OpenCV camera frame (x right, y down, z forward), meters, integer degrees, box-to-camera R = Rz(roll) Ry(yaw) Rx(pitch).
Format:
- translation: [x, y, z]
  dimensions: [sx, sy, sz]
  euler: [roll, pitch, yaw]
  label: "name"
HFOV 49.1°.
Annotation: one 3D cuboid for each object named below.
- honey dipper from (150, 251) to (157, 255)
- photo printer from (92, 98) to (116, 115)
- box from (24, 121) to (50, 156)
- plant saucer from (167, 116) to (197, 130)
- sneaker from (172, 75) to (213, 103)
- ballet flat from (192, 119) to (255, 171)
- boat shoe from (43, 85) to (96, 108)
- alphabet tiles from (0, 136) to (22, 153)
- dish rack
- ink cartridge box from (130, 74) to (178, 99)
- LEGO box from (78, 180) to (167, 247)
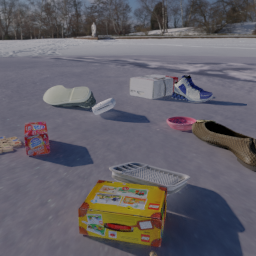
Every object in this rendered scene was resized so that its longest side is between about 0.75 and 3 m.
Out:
- translation: [0.531, 1.708, 3.347]
  dimensions: [0.152, 0.152, 0.799]
  euler: [-13, 21, -34]
  label: "honey dipper"
- translation: [-0.876, -0.796, 10.273]
  dimensions: [0.820, 0.342, 0.986]
  euler: [-23, 9, 6]
  label: "photo printer"
- translation: [-2.352, 0.240, 7.229]
  dimensions: [0.567, 0.543, 1.137]
  euler: [-6, 19, -17]
  label: "box"
- translation: [1.710, -0.140, 8.916]
  dimensions: [0.955, 0.242, 0.955]
  euler: [-1, 17, 0]
  label: "plant saucer"
- translation: [2.807, -1.810, 12.655]
  dimensions: [1.920, 1.109, 0.776]
  euler: [14, 27, 39]
  label: "sneaker"
- translation: [2.563, 0.201, 7.115]
  dimensions: [0.998, 0.687, 2.963]
  euler: [-4, 18, -13]
  label: "ballet flat"
- translation: [-2.483, -1.214, 11.788]
  dimensions: [2.632, 0.958, 0.813]
  euler: [3, -27, 32]
  label: "boat shoe"
- translation: [-3.410, 0.443, 7.371]
  dimensions: [1.055, 0.079, 1.078]
  euler: [-13, 22, -32]
  label: "alphabet tiles"
- translation: [0.401, 0.944, 5.189]
  dimensions: [1.306, 0.284, 1.121]
  euler: [10, 5, 29]
  label: "dish rack"
- translation: [1.303, -2.106, 13.957]
  dimensions: [1.532, 0.865, 2.087]
  euler: [16, 23, 39]
  label: "ink cartridge box"
- translation: [-0.032, 1.243, 4.260]
  dimensions: [1.184, 0.457, 0.882]
  euler: [4, 18, 13]
  label: "LEGO box"
